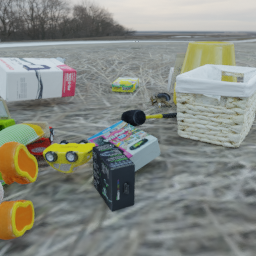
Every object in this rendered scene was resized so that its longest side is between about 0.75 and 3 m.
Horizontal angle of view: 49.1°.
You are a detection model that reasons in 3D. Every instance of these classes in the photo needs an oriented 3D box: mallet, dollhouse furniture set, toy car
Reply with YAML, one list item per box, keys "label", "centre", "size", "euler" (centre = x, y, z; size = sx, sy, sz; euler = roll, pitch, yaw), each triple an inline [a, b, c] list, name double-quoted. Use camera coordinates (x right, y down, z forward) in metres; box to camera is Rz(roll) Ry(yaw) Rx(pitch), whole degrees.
- label: "mallet"
  centre: [0.807, -0.332, 8.116]
  size: [2.192, 0.451, 0.722]
  euler: [-6, 3, -38]
- label: "dollhouse furniture set"
  centre: [-3.093, -0.116, 6.060]
  size: [2.852, 1.101, 1.425]
  euler: [1, 22, 40]
- label: "toy car"
  centre: [-2.078, 0.664, 5.573]
  size: [2.271, 0.538, 2.413]
  euler: [-22, 23, -36]

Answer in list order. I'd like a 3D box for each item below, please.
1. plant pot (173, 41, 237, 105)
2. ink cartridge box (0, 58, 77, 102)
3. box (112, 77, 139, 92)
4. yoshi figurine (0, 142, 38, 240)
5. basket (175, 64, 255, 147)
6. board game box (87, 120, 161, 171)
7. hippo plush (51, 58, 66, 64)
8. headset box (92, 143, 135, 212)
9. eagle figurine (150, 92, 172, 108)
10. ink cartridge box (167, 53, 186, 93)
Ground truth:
- label: "plant pot"
  centre: [2.907, -1.967, 10.209]
  size: [2.375, 2.234, 2.375]
  euler: [0, 20, 0]
- label: "ink cartridge box"
  centre: [-3.392, -1.799, 10.050]
  size: [2.477, 1.045, 1.793]
  euler: [-11, 31, -39]
- label: "box"
  centre: [-0.109, -1.968, 12.779]
  size: [0.998, 0.412, 1.702]
  euler: [5, 19, 11]
- label: "yoshi figurine"
  centre: [-2.859, 0.869, 3.790]
  size: [2.888, 1.617, 1.623]
  euler: [-3, 28, 4]
- label: "basket"
  centre: [2.565, -0.742, 7.777]
  size: [1.822, 1.659, 2.689]
  euler: [12, 23, 29]
- label: "board game box"
  centre: [-0.123, 0.408, 6.081]
  size: [1.004, 0.437, 1.361]
  euler: [-30, 32, -24]
- label: "hippo plush"
  centre: [-3.657, -2.907, 14.072]
  size: [1.515, 1.218, 1.207]
  euler: [14, 25, 32]
- label: "headset box"
  centre: [-0.251, 0.830, 4.816]
  size: [0.437, 0.820, 0.942]
  euler: [-10, 23, -24]
- label: "eagle figurine"
  centre: [1.208, -0.991, 10.143]
  size: [0.752, 0.568, 0.571]
  euler: [-7, 9, 13]
- label: "ink cartridge box"
  centre: [2.873, -2.360, 11.617]
  size: [2.220, 1.956, 0.496]
  euler: [-2, 44, -5]
